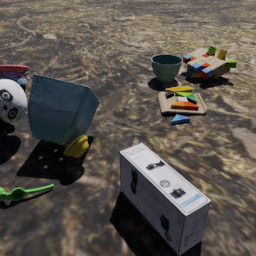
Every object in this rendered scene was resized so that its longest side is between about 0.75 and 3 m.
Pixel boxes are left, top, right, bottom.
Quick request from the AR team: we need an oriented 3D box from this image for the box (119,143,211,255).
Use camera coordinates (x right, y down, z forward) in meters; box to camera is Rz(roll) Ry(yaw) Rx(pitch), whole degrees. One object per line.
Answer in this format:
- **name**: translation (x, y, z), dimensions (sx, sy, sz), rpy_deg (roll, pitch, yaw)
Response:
- **box**: translation (0.616, 1.329, 5.637), dimensions (0.611, 1.185, 2.031), rpy_deg (-21, 38, -28)

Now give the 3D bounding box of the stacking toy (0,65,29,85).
- **stacking toy**: translation (-5.178, -1.916, 11.214), dimensions (2.467, 1.042, 2.233), rpy_deg (-1, 7, -7)

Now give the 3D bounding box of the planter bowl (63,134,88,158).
- **planter bowl**: translation (-1.230, 0.518, 7.044), dimensions (0.318, 0.762, 0.762), rpy_deg (48, 48, 5)

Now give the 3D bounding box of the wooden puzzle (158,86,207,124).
- **wooden puzzle**: translation (1.874, -0.950, 9.892), dimensions (1.657, 0.287, 2.457), rpy_deg (-4, 34, -6)

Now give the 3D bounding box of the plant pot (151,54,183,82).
- **plant pot**: translation (1.579, -2.446, 11.635), dimensions (1.271, 0.851, 1.271), rpy_deg (0, 33, 0)

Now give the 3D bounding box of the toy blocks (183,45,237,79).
- **toy blocks**: translation (3.195, -2.673, 11.979), dimensions (1.528, 1.117, 2.235), rpy_deg (-29, 44, -19)

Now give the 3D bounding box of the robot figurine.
- **robot figurine**: translation (-3.916, -0.612, 7.803), dimensions (2.100, 1.578, 1.311), rpy_deg (-11, 67, 1)

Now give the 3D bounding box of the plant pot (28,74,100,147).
- **plant pot**: translation (-1.817, -0.343, 7.600), dimensions (1.535, 1.567, 1.539), rpy_deg (14, -8, 6)

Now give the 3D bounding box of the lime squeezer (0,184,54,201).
- **lime squeezer**: translation (-2.599, 1.451, 6.351), dimensions (1.704, 0.321, 0.602), rpy_deg (1, 3, 4)
